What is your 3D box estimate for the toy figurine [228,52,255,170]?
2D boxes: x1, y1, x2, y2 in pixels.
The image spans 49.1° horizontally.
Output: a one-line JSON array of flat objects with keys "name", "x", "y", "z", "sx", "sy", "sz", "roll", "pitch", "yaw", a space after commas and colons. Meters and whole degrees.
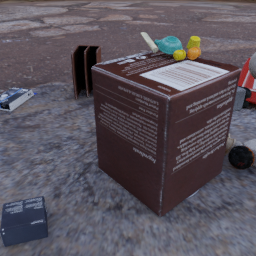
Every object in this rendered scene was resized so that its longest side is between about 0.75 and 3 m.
[{"name": "toy figurine", "x": 3.359, "y": -0.363, "z": 6.898, "sx": 1.880, "sy": 2.660, "sz": 2.702, "roll": -10, "pitch": 75, "yaw": -35}]

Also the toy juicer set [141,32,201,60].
[{"name": "toy juicer set", "x": 0.968, "y": -1.769, "z": 6.344, "sx": 1.413, "sy": 0.384, "sz": 0.899, "roll": 5, "pitch": 46, "yaw": -1}]

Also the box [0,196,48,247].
[{"name": "box", "x": -2.069, "y": 1.854, "z": 5.628, "sx": 0.834, "sy": 0.434, "sz": 0.760, "roll": -8, "pitch": 31, "yaw": -14}]

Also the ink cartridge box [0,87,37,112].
[{"name": "ink cartridge box", "x": -4.457, "y": -1.225, "z": 11.033, "sx": 0.907, "sy": 0.358, "sz": 1.824, "roll": 7, "pitch": 30, "yaw": 14}]

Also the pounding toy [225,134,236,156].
[{"name": "pounding toy", "x": 2.605, "y": 0.374, "z": 7.873, "sx": 0.602, "sy": 0.600, "sz": 1.049, "roll": 23, "pitch": 32, "yaw": 2}]

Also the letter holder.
[{"name": "letter holder", "x": -1.613, "y": -2.169, "z": 11.106, "sx": 0.952, "sy": 1.893, "sz": 1.345, "roll": 3, "pitch": 31, "yaw": 4}]

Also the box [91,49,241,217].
[{"name": "box", "x": 0.787, "y": -0.094, "z": 6.580, "sx": 2.353, "sy": 2.837, "sz": 2.329, "roll": -23, "pitch": 37, "yaw": -35}]

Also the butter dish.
[{"name": "butter dish", "x": 5.253, "y": -1.542, "z": 10.676, "sx": 1.904, "sy": 1.407, "sz": 1.898, "roll": 18, "pitch": 75, "yaw": 37}]
